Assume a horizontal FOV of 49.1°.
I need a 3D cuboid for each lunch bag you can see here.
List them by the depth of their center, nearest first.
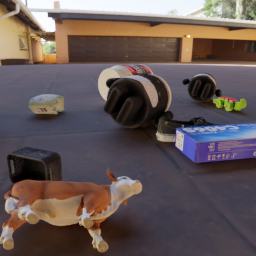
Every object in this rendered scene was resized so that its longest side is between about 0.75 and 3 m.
[{"bbox_3d":[-3.260,-0.960,11.287,1.075,0.769,1.262,3,11,6],"label":"lunch bag"}]

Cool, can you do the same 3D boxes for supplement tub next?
[{"bbox_3d":[-0.024,-2.182,13.685,1.768,1.768,2.519,13,20,37],"label":"supplement tub"}]

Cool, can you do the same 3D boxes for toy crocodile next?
[{"bbox_3d":[4.356,-1.105,12.130,0.621,0.568,1.839,-4,16,-15],"label":"toy crocodile"}]

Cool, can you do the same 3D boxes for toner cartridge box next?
[{"bbox_3d":[2.617,0.325,7.144,2.538,0.548,1.206,-3,17,-13],"label":"toner cartridge box"}]

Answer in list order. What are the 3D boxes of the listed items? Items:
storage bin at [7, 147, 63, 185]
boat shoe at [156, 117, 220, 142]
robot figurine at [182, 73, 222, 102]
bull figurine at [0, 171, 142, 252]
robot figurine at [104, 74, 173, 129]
[{"bbox_3d":[-1.787,0.781,5.381,0.962,0.650,0.451,8,18,25],"label":"storage bin"},{"bbox_3d":[1.938,0.010,8.094,2.236,0.633,0.767,-2,16,-8],"label":"boat shoe"},{"bbox_3d":[3.699,-2.018,13.971,1.373,1.653,2.200,-30,5,23],"label":"robot figurine"},{"bbox_3d":[-0.790,1.140,4.084,2.059,0.671,1.250,-1,16,-4],"label":"bull figurine"},{"bbox_3d":[0.366,-0.931,9.555,1.725,2.076,2.764,-15,5,34],"label":"robot figurine"}]
